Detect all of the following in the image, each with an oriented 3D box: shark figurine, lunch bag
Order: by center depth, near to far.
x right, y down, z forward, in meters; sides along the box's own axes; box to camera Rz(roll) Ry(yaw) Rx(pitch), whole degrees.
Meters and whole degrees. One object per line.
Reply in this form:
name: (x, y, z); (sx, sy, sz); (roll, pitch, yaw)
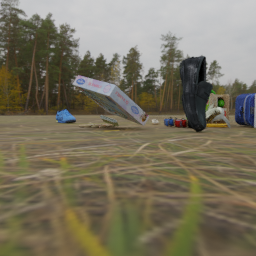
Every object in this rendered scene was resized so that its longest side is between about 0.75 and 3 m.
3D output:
lunch bag: (5.916, -0.801, 12.416); (2.216, 1.505, 1.466); (0, 3, -9)
shark figurine: (4.074, -0.518, 12.485); (0.907, 1.298, 2.173); (37, -7, -8)

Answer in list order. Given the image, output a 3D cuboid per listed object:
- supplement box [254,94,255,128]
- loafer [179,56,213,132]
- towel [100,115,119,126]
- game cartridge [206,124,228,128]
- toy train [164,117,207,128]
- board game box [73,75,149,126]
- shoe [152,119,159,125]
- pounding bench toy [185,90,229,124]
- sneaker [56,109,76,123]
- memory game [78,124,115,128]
supplement box: (5.679, -0.608, 9.885); (1.435, 1.465, 2.835); (-1, 2, 4)
loafer: (2.426, -1.273, 9.697); (1.005, 2.864, 0.972); (-16, -28, 32)
towel: (-0.721, -0.251, 11.001); (0.691, 0.142, 0.927); (20, -9, 7)
game cartridge: (3.960, -0.106, 12.526); (0.905, 0.147, 0.798); (-1, 2, 36)
toy train: (2.331, -0.200, 12.048); (0.560, 0.417, 2.445); (-16, 12, -29)
board game box: (-0.681, -1.106, 11.300); (2.395, 0.494, 2.401); (23, -11, 43)
shoe: (1.497, -0.349, 15.208); (0.377, 0.288, 1.079); (0, 3, 7)
pounding bench toy: (4.126, -1.401, 14.394); (1.937, 2.484, 1.543); (-4, 5, -43)
sneaker: (-3.829, -0.725, 17.056); (0.722, 0.858, 2.190); (0, 4, -35)
memory game: (-1.391, -0.101, 12.550); (1.670, 0.106, 1.670); (0, 3, 0)
